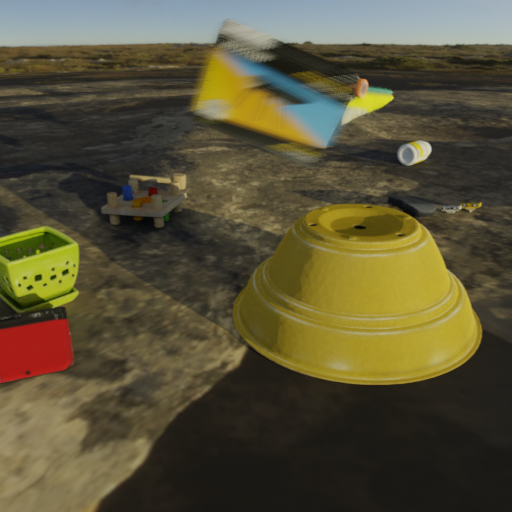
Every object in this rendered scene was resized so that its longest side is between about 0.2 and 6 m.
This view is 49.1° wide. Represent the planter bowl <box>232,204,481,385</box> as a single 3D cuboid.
[{"bbox_3d":[1.542,0.194,8.597,3.836,1.598,3.836,0,24,0],"label":"planter bowl"}]

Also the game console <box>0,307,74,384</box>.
[{"bbox_3d":[-3.407,1.284,7.894,1.521,0.903,1.311,-8,-6,-19],"label":"game console"}]

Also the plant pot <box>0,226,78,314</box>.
[{"bbox_3d":[-3.595,0.273,9.055,1.174,1.065,1.168,-21,32,-39],"label":"plant pot"}]

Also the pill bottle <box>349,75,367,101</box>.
[{"bbox_3d":[1.596,-3.222,10.558,0.976,0.519,0.519,23,32,32],"label":"pill bottle"}]

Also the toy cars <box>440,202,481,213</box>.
[{"bbox_3d":[4.881,-1.125,13.348,0.976,0.216,0.437,-9,12,-10],"label":"toy cars"}]

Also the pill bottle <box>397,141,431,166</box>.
[{"bbox_3d":[5.025,-3.274,17.682,0.669,0.669,1.194,20,29,38],"label":"pill bottle"}]

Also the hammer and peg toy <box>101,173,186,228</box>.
[{"bbox_3d":[-2.502,-1.335,13.156,1.575,0.755,2.141,4,24,13],"label":"hammer and peg toy"}]

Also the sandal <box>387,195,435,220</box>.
[{"bbox_3d":[3.657,-1.100,13.182,0.696,0.392,1.830,4,13,-7],"label":"sandal"}]

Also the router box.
[{"bbox_3d":[0.303,-2.850,10.089,2.470,1.843,0.631,21,43,-5],"label":"router box"}]

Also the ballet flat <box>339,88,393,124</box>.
[{"bbox_3d":[1.874,-3.729,13.570,2.896,0.971,0.968,5,18,-15],"label":"ballet flat"}]
